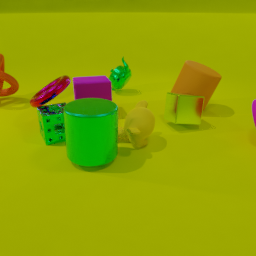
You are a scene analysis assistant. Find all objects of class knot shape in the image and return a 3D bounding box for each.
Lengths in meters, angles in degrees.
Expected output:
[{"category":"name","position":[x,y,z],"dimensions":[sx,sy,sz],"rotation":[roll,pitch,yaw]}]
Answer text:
[{"category":"knot shape","position":[-4.815,-1.638,10.218],"dimensions":[0.890,1.927,1.803],"rotation":[31,-9,19]}]

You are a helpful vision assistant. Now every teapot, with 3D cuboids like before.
[{"category":"teapot","position":[-0.358,-2.160,11.480],"dimensions":[0.816,1.667,1.037],"rotation":[40,43,4]}]

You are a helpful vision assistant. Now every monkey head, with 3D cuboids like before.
[{"category":"monkey head","position":[0.133,-0.093,7.442],"dimensions":[1.158,0.970,1.610],"rotation":[6,35,9]}]

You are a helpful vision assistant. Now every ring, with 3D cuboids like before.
[{"category":"ring","position":[-2.313,-1.096,8.339],"dimensions":[1.417,0.283,1.417],"rotation":[-29,24,14]}]

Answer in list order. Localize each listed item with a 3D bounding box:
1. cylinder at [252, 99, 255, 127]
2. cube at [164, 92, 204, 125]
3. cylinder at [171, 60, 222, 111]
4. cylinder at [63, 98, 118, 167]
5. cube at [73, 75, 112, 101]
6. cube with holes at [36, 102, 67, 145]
[{"category":"cylinder","position":[3.973,-0.318,7.194],"dimensions":[1.165,1.165,1.165],"rotation":[-16,12,37]},{"category":"cube","position":[1.671,-0.597,8.458],"dimensions":[0.844,0.844,0.844],"rotation":[2,11,-18]},{"category":"cylinder","position":[2.288,-1.437,9.582],"dimensions":[1.323,1.323,1.323],"rotation":[18,27,-10]},{"category":"cylinder","position":[-0.851,0.066,6.586],"dimensions":[1.243,1.243,1.243],"rotation":[1,24,-1]},{"category":"cube","position":[-1.185,-1.057,9.297],"dimensions":[1.146,1.146,1.146],"rotation":[-6,21,-12]},{"category":"cube with holes","position":[-1.995,-0.141,7.795],"dimensions":[0.832,0.832,0.832],"rotation":[-12,27,-24]}]
